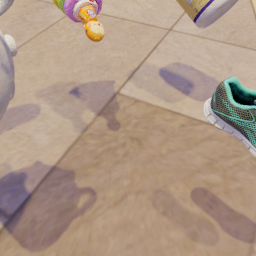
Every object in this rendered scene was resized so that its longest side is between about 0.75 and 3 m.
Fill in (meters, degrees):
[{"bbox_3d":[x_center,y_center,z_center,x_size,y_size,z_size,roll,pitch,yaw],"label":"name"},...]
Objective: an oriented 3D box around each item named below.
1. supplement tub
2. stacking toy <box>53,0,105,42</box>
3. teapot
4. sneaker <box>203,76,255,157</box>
[{"bbox_3d":[1.638,-3.402,6.463,1.319,1.319,1.815,-36,87,-29],"label":"supplement tub"},{"bbox_3d":[-0.995,-2.588,5.592,1.296,1.226,2.233,0,56,-47],"label":"stacking toy"},{"bbox_3d":[-2.110,-0.794,3.338,1.634,2.208,2.237,-32,42,-31],"label":"teapot"},{"bbox_3d":[1.676,-0.073,3.469,1.588,0.724,0.616,35,62,23],"label":"sneaker"}]
